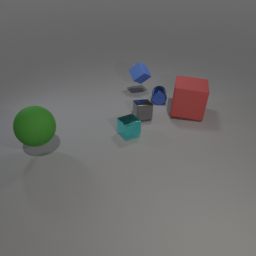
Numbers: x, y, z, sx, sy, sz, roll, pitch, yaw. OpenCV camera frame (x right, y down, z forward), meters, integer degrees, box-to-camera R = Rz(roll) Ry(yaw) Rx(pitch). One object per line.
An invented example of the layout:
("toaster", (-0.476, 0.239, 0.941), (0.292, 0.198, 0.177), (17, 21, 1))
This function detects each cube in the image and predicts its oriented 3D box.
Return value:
("cube", (0.597, -2.707, 13.826), (0.700, 0.700, 0.700), (9, 55, -55))
("cube", (2.676, -1.324, 12.235), (1.400, 1.400, 1.400), (9, 33, 8))
("cube", (0.630, -0.783, 12.086), (0.700, 0.700, 0.700), (-6, 28, -14))
("cube", (0.038, -0.042, 11.016), (0.700, 0.700, 0.700), (-18, 37, -25))

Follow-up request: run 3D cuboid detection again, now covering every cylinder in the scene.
("cylinder", (1.496, -1.568, 13.429), (0.700, 0.700, 0.700), (3, 32, 5))

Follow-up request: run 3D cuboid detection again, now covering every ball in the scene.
("ball", (-3.176, -0.060, 9.566), (1.400, 1.400, 1.400), (0, 32, 0))
